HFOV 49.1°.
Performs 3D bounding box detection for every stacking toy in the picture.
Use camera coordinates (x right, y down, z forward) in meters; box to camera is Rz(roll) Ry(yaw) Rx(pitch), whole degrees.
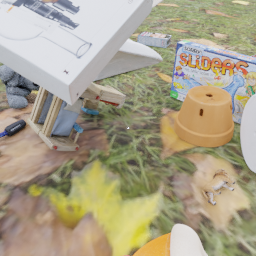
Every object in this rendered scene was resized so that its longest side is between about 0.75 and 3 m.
[{"bbox_3d":[-0.349,2.456,3.296,2.948,2.154,2.154,-15,33,13],"label":"stacking toy"}]

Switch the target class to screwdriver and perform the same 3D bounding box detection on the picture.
[{"bbox_3d":[-3.504,0.288,7.273,0.282,0.294,2.021,19,36,28],"label":"screwdriver"}]

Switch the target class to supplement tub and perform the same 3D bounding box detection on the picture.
[{"bbox_3d":[4.202,0.131,6.160,2.821,1.861,1.861,0,35,2],"label":"supplement tub"}]

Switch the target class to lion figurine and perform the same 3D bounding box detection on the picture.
[{"bbox_3d":[1.863,1.212,5.944,0.945,0.342,0.579,-24,31,-23],"label":"lion figurine"}]

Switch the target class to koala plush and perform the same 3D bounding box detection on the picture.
[{"bbox_3d":[-3.184,-1.524,9.051,1.551,1.375,1.425,-17,22,-16],"label":"koala plush"}]

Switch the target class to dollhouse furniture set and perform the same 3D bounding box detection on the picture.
[{"bbox_3d":[-1.176,-0.397,7.628,2.241,1.579,1.570,8,22,-46],"label":"dollhouse furniture set"}]

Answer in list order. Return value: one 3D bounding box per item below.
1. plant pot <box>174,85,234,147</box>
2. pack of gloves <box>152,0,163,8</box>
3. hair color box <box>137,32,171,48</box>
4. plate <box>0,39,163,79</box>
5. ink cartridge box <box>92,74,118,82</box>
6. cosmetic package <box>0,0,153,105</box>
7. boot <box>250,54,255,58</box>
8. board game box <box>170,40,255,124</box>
[{"bbox_3d":[2.113,-0.414,7.576,1.619,1.133,1.619,1,34,0],"label":"plant pot"},{"bbox_3d":[0.351,-4.587,9.539,0.409,1.741,2.072,-19,-4,-46],"label":"pack of gloves"},{"bbox_3d":[1.298,-4.366,13.828,1.512,0.458,0.749,15,37,20],"label":"hair color box"},{"bbox_3d":[-1.112,-1.447,5.294,2.615,0.423,2.610,4,-2,-35],"label":"plate"},{"bbox_3d":[-1.630,-2.780,11.422,2.936,0.690,2.902,-22,42,-26],"label":"ink cartridge box"},{"bbox_3d":[-0.661,-1.267,3.187,1.295,0.444,1.717,31,66,7],"label":"cosmetic package"},{"bbox_3d":[4.848,-2.707,10.370,2.356,1.699,0.853,25,42,32],"label":"boot"},{"bbox_3d":[2.596,-1.391,8.338,2.731,1.848,0.471,27,40,34],"label":"board game box"}]
